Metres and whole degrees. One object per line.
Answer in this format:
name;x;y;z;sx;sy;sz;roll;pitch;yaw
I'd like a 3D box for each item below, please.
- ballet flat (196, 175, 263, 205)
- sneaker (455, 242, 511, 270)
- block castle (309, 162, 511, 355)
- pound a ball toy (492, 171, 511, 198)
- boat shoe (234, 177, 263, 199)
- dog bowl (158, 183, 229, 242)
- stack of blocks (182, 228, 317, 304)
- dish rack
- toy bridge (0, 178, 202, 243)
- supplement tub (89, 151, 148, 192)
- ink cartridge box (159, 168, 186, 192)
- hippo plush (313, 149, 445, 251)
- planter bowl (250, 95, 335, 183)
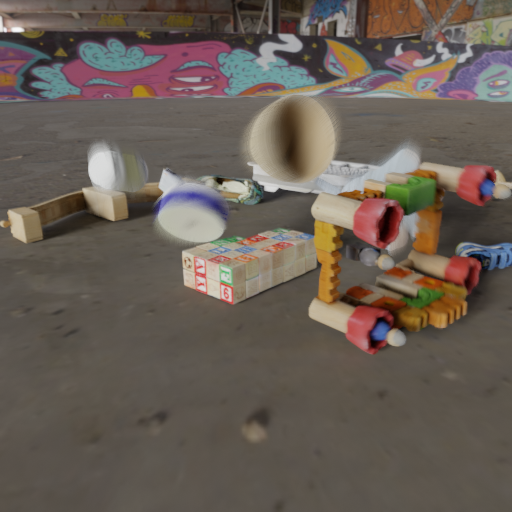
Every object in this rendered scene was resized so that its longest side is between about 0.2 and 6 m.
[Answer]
ballet flat;-0.926;-1.912;15.474;2.250;0.835;0.835;6;21;19
sneaker;4.605;0.048;10.949;1.308;0.484;0.538;0;26;14
block castle;2.454;-0.082;8.641;3.452;2.306;1.619;-20;29;-41
pound a ball toy;7.731;-1.581;14.435;2.057;1.340;3.155;-22;22;0
boat shoe;-0.646;-1.961;16.044;1.729;0.592;0.622;10;23;24
dog bowl;-1.159;-0.780;10.359;1.246;1.246;0.491;4;60;11
stack of blocks;-0.076;0.082;10.465;1.315;0.669;2.283;17;26;42
dish rack;1.861;-2.188;15.814;3.232;0.820;3.766;14;16;30
toy bridge;-3.888;-1.331;14.245;5.073;0.690;1.705;-18;24;-39
supplement tub;-3.171;-1.944;12.918;0.861;0.861;1.188;11;6;26
ink cartridge box;-1.397;-1.246;10.757;0.201;0.989;0.991;-52;4;-20
hippo plush;2.608;-0.835;11.402;2.342;1.865;1.883;-18;-18;9
planter bowl;0.522;-2.106;10.463;1.570;1.570;1.056;-12;8;-29
